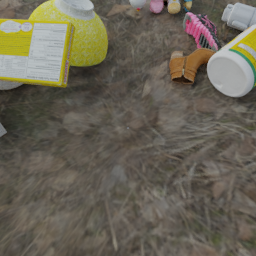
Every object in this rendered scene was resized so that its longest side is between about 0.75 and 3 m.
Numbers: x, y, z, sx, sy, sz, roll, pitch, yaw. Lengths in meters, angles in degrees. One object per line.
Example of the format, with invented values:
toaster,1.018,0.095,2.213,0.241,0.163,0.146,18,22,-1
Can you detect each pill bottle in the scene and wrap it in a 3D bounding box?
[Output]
pill bottle,3.936,-2.299,8.832,2.734,1.542,1.542,-38,65,-21

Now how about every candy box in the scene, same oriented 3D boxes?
candy box,-2.519,-1.698,6.197,2.670,0.353,1.365,8,90,14

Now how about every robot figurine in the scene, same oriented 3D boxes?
robot figurine,4.295,-4.065,10.361,1.514,0.855,1.284,25,61,15

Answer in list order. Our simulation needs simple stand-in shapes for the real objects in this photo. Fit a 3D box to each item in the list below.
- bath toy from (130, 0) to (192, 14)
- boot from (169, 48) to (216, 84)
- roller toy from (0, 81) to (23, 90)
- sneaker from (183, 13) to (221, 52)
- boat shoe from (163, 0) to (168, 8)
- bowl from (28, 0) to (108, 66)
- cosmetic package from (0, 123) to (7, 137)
bath toy,1.243,-4.927,10.937,2.388,0.883,1.039,-1,76,1
boot,2.164,-1.991,9.236,1.591,0.586,1.231,-1,57,12
roller toy,-3.981,-2.257,8.771,1.845,1.414,2.023,-11,62,2
sneaker,2.867,-3.406,10.055,1.039,0.860,2.178,-10,59,-20
boat shoe,1.540,-5.175,11.387,0.332,0.332,0.919,-29,62,-15
bowl,-1.802,-3.386,9.012,2.728,1.468,2.728,15,41,-14
cosmetic package,-4.651,-0.409,7.997,2.171,0.921,1.168,41,68,21
